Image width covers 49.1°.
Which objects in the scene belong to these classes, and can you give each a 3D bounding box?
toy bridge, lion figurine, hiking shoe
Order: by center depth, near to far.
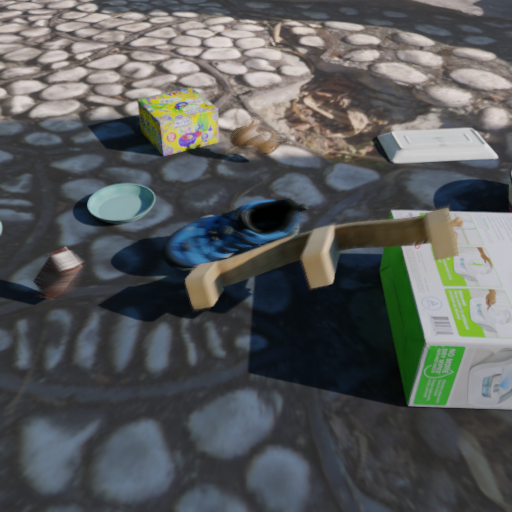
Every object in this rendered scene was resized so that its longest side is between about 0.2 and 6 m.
[{"bbox_3d":[0.976,-0.039,8.200,3.939,0.536,1.324,-13,16,18],"label":"toy bridge"},{"bbox_3d":[-0.417,-0.475,9.389,2.449,1.062,0.911,-19,75,-10],"label":"hiking shoe"},{"bbox_3d":[0.029,-2.569,12.430,1.218,0.746,0.441,34,20,12],"label":"lion figurine"}]

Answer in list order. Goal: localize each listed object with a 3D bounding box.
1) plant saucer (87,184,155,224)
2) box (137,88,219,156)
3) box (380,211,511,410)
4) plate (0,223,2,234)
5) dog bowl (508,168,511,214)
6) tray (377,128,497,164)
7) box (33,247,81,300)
[{"bbox_3d":[-2.665,-1.003,11.157,1.320,0.237,1.320,0,39,0],"label":"plant saucer"},{"bbox_3d":[-1.864,-3.236,13.399,1.474,0.899,1.420,-19,43,-23],"label":"box"},{"bbox_3d":[3.329,0.645,8.162,2.553,1.399,2.893,1,38,1],"label":"box"},{"bbox_3d":[-5.731,-0.414,10.431,1.827,0.233,1.827,0,40,0],"label":"plate"},{"bbox_3d":[5.929,-1.076,10.806,2.160,0.796,2.160,1,39,0],"label":"dog bowl"},{"bbox_3d":[4.250,-2.661,13.193,2.512,0.279,1.349,-3,40,-4],"label":"tray"},{"bbox_3d":[-3.116,0.285,8.772,0.421,0.840,0.315,50,36,3],"label":"box"}]
